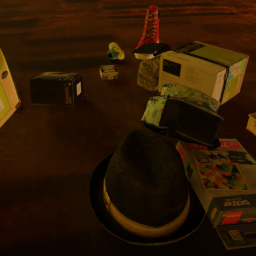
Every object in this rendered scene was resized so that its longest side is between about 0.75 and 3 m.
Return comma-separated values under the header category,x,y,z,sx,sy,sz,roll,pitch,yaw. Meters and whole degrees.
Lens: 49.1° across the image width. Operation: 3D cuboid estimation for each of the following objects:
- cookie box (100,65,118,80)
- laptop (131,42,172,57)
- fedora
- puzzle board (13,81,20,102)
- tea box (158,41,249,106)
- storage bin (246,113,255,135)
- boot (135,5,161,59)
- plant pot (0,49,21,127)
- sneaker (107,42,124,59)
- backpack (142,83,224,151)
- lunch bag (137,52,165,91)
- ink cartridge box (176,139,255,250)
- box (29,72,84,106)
category,x,y,z,sx,sy,sz,roll,pitch,yaw
cookie box,-0.787,-2.281,11.453,0.675,0.296,0.789,-6,36,-11
laptop,1.257,-3.026,12.128,0.893,1.729,1.532,-30,12,43
fedora,0.414,0.958,6.009,2.862,1.307,2.862,1,35,0
puzzle board,-4.973,-1.051,9.840,2.113,0.184,1.592,-15,39,-20
tea box,2.615,-1.914,9.895,2.192,1.489,2.228,-30,45,-35
storage bin,4.221,-0.051,8.152,1.035,0.485,1.027,-13,37,-18
boot,0.971,-4.535,13.134,1.028,2.048,2.838,9,38,9
plant pot,-4.385,-0.897,6.637,2.602,2.853,2.868,32,65,1
sneaker,-0.753,-3.615,13.148,0.723,0.522,1.377,-17,40,-21
backpack,1.221,-0.338,6.576,1.549,1.244,1.692,18,0,-20
lunch bag,1.031,-2.175,10.571,1.360,1.141,0.948,-29,44,-34
ink cartridge box,2.268,1.208,6.124,1.655,0.582,2.774,0,35,-13
box,-2.334,-1.339,9.368,1.403,0.872,1.415,2,21,3
